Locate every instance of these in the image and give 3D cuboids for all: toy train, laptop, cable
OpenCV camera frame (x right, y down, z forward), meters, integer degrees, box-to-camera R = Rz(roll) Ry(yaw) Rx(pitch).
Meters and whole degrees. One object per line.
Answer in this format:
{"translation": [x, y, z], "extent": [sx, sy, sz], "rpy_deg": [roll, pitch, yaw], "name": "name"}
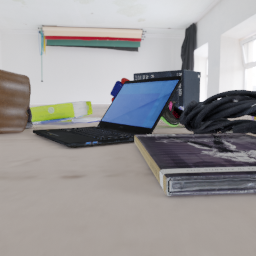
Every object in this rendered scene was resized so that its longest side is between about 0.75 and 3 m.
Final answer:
{"translation": [0.656, -1.032, 10.972], "extent": [2.500, 1.058, 1.446], "rpy_deg": [31, 20, 7], "name": "toy train"}
{"translation": [-0.565, -0.514, 6.722], "extent": [2.823, 1.458, 2.502], "rpy_deg": [-4, 7, -33], "name": "laptop"}
{"translation": [2.250, -0.106, 5.593], "extent": [2.290, 0.713, 2.807], "rpy_deg": [10, -8, 3], "name": "cable"}

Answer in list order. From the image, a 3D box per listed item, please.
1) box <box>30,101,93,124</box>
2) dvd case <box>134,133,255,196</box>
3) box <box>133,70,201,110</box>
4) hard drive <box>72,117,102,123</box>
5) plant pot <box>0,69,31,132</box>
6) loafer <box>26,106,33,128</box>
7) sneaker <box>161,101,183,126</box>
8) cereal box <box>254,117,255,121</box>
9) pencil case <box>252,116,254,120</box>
{"translation": [-2.551, -0.631, 10.911], "extent": [1.670, 0.653, 2.738], "rpy_deg": [-7, 5, 9], "name": "box"}
{"translation": [1.331, 0.375, 4.117], "extent": [2.200, 0.236, 2.958], "rpy_deg": [0, 6, -4], "name": "dvd case"}
{"translation": [1.740, -1.501, 12.842], "extent": [2.815, 2.089, 1.507], "rpy_deg": [5, 8, 41], "name": "box"}
{"translation": [-1.580, -0.312, 10.963], "extent": [0.712, 0.137, 1.079], "rpy_deg": [3, 7, 26], "name": "hard drive"}
{"translation": [-3.642, -0.732, 7.077], "extent": [2.028, 2.049, 2.049], "rpy_deg": [5, 3, -30], "name": "plant pot"}
{"translation": [-3.997, -0.310, 8.197], "extent": [2.288, 0.721, 0.823], "rpy_deg": [-3, 7, -24], "name": "loafer"}
{"translation": [1.043, -0.689, 8.695], "extent": [1.910, 0.733, 0.800], "rpy_deg": [21, -31, -28], "name": "sneaker"}
{"translation": [4.626, -0.063, 7.192], "extent": [2.203, 0.435, 1.585], "rpy_deg": [0, 6, 3], "name": "cereal box"}
{"translation": [4.851, -0.362, 9.406], "extent": [1.354, 0.579, 0.568], "rpy_deg": [-3, 12, -15], "name": "pencil case"}
